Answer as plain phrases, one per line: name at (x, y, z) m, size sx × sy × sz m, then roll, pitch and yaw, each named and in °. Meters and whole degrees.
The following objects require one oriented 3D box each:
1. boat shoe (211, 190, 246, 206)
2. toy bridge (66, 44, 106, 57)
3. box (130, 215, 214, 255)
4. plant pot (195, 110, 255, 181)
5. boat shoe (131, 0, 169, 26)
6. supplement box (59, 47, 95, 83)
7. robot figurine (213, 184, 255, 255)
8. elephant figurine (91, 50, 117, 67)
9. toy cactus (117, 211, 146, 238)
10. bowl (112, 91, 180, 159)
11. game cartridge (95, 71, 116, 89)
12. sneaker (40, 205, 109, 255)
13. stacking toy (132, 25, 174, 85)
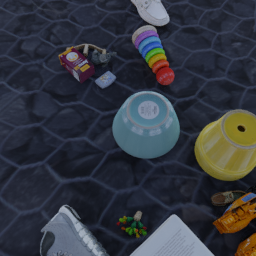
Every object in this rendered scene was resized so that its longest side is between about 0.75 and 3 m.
boat shoe at (3.263, 2.212, 9.031) m, size 1.151 × 0.425 × 0.435 m, roll -10°, pitch 63°, yaw -5°
toy bridge at (-1.803, -3.348, 12.058) m, size 1.739 × 0.237 × 0.585 m, roll 4°, pitch 60°, yaw 2°
box at (1.018, 3.680, 7.393) m, size 1.957 × 1.948 × 1.677 m, roll -37°, pitch 68°, yaw -18°
plant pot at (3.396, 0.447, 9.110) m, size 2.066 × 1.944 × 2.066 m, roll 0°, pitch 61°, yaw 0°
boat shoe at (0.874, -5.930, 12.956) m, size 1.056 × 1.034 × 2.983 m, roll -29°, pitch 66°, yaw -14°
supplement box at (-2.086, -2.589, 11.455) m, size 0.756 × 0.587 × 1.370 m, roll -40°, pitch 69°, yaw -19°
robot figurine at (4.264, 2.750, 8.498) m, size 2.983 × 0.868 × 2.163 m, roll -27°, pitch 67°, yaw -13°
elephant figurine at (-1.023, -2.865, 11.598) m, size 0.903 × 0.701 × 0.639 m, roll 18°, pitch 26°, yaw 6°
toy cactus at (0.193, 2.930, 8.697) m, size 0.939 × 0.480 × 0.775 m, roll 18°, pitch 54°, yaw 19°
bowl at (0.659, -0.301, 9.864) m, size 2.493 × 1.304 × 2.493 m, roll 0°, pitch 63°, yaw 1°
game cartridge at (-0.886, -1.953, 11.380) m, size 0.779 × 0.162 × 0.519 m, roll -41°, pitch 65°, yaw -20°
sneaker at (-1.567, 3.705, 8.030) m, size 1.579 × 1.026 × 2.735 m, roll -40°, pitch 59°, yaw -13°
stacking toy at (1.099, -2.866, 11.457) m, size 1.107 × 1.107 × 2.592 m, roll -18°, pitch 70°, yaw -9°
